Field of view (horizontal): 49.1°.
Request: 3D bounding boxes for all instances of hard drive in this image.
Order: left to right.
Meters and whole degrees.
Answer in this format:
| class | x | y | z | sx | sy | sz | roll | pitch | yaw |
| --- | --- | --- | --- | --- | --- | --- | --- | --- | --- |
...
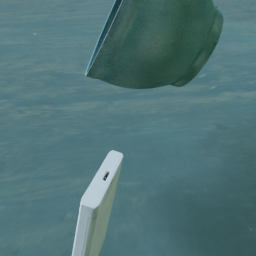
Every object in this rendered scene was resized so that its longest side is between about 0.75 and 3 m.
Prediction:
| class | x | y | z | sx | sy | sz | roll | pitch | yaw |
| --- | --- | --- | --- | --- | --- | --- | --- | --- | --- |
| hard drive | -0.318 | 0.924 | 2.685 | 0.160 | 1.221 | 0.805 | 16 | 29 | 7 |

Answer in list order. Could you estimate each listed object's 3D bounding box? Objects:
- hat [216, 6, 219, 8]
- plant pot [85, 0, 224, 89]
| class | x | y | z | sx | sy | sz | roll | pitch | yaw |
| --- | --- | --- | --- | --- | --- | --- | --- | --- | --- |
| hat | 1.047 | -2.762 | 5.600 | 1.005 | 1.213 | 1.068 | 2 | 36 | 38 |
| plant pot | 0.469 | -1.540 | 4.371 | 1.513 | 2.258 | 2.258 | 23 | 44 | -14 |
